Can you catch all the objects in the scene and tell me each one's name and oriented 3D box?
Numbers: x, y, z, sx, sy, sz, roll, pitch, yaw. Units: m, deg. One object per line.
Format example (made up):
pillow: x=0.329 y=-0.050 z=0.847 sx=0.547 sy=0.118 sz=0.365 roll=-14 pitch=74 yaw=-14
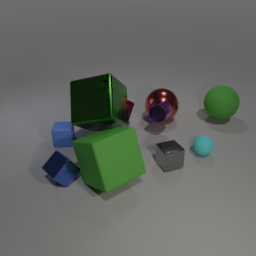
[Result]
ball: x=3.844 y=-1.054 z=11.522 sx=1.400 sy=1.400 sz=1.400 roll=0 pitch=31 yaw=0
cube: x=1.360 y=0.897 z=9.140 sx=0.700 sy=0.700 sz=0.700 roll=-11 pitch=28 yaw=-18
ball: x=2.588 y=0.592 z=9.618 sx=0.700 sy=0.700 sz=0.700 roll=0 pitch=31 yaw=0
cylinder: x=1.220 y=-0.610 z=10.469 sx=0.700 sy=0.700 sz=0.700 roll=14 pitch=22 yaw=22
cube: x=-0.560 y=0.836 z=8.144 sx=1.400 sy=1.400 sz=1.400 roll=-21 pitch=12 yaw=-31
cube: x=-1.990 y=1.215 z=8.398 sx=0.700 sy=0.700 sz=0.700 roll=30 pitch=77 yaw=40
ball: x=1.395 y=-0.944 z=11.610 sx=1.400 sy=1.400 sz=1.400 roll=0 pitch=31 yaw=0
cube: x=-0.838 y=-0.598 z=10.523 sx=1.400 sy=1.400 sz=1.400 roll=19 pitch=1 yaw=29
cube: x=-2.373 y=0.226 z=10.313 sx=0.700 sy=0.700 sz=0.700 roll=-2 pitch=30 yaw=-1
cube: x=-0.880 y=-0.750 z=8.922 sx=1.400 sy=1.400 sz=1.400 roll=-8 pitch=-12 yaw=19
